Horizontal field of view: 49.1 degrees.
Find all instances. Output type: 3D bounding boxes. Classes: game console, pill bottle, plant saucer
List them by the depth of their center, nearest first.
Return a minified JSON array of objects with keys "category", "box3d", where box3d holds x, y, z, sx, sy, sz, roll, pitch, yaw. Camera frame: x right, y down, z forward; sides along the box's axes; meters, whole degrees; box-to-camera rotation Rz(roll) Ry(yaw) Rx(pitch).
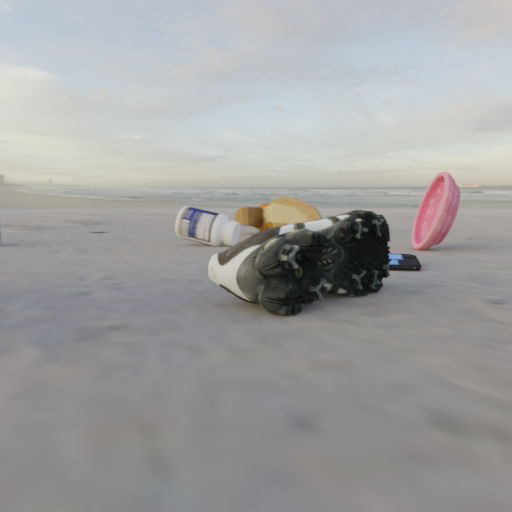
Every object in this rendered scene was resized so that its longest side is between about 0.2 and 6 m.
[{"category":"game console","box3d":[1.663,0.078,7.521,1.009,0.157,0.893,1,6,10]},{"category":"plant saucer","box3d":[3.184,-0.755,9.855,0.363,1.432,1.432,18,6,0]},{"category":"pill bottle","box3d":[-0.909,-0.532,10.719,1.144,0.635,0.635,14,10,16]}]

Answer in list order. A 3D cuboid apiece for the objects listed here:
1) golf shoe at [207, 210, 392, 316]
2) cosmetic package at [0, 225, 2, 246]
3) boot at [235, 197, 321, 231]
[{"category":"golf shoe","box3d":[0.489,-0.018,5.226,1.015,0.836,2.149,5,7,42]},{"category":"cosmetic package","box3d":[-5.462,-0.472,10.509,1.202,0.642,0.542,-3,7,-39]},{"category":"boot","box3d":[0.977,-0.953,13.860,2.648,0.932,1.896,6,5,42]}]
